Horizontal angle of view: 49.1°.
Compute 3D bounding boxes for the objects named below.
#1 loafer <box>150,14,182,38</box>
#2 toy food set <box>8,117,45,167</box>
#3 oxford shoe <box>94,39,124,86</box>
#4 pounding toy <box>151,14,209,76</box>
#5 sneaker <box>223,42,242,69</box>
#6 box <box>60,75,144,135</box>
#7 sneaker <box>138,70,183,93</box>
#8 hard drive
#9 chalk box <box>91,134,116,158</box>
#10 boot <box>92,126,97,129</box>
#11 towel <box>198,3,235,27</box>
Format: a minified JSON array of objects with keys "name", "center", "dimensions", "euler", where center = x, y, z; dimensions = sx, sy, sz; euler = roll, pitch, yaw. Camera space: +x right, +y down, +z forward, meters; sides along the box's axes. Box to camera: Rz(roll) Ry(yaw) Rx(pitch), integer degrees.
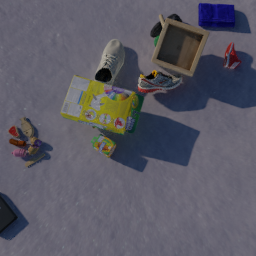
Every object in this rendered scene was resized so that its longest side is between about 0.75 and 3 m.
[{"name":"loafer","center":[1.699,-4.499,12.424],"dimensions":[1.648,0.560,0.579],"euler":[-37,64,-15]},{"name":"toy food set","center":[-4.103,0.526,10.937],"dimensions":[1.184,0.293,1.862],"euler":[-34,75,-10]},{"name":"oxford shoe","center":[-0.773,-2.700,11.762],"dimensions":[0.981,0.753,2.608],"euler":[15,70,8]},{"name":"pounding toy","center":[1.952,-3.479,11.545],"dimensions":[2.249,1.599,2.070],"euler":[21,103,6]},{"name":"sneaker","center":[4.567,-3.088,12.104],"dimensions":[0.674,0.457,1.166],"euler":[17,85,-3]},{"name":"box","center":[-0.915,-0.820,10.594],"dimensions":[2.816,0.681,1.652],"euler":[16,76,3]},{"name":"sneaker","center":[1.330,-1.942,11.289],"dimensions":[1.906,0.783,0.742],"euler":[-12,30,-15]},{"name":"hard drive","center":[-4.766,3.070,10.146],"dimensions":[0.926,0.218,1.326],"euler":[-42,77,-12]},{"name":"chalk box","center":[-0.986,0.638,10.755],"dimensions":[0.928,0.575,0.579],"euler":[30,74,9]},{"name":"boot","center":[-1.003,-0.901,11.252],"dimensions":[1.303,0.607,1.685],"euler":[-15,75,-6]},{"name":"towel","center":[4.036,-5.177,12.735],"dimensions":[1.661,0.411,1.226],"euler":[3,73,1]}]
